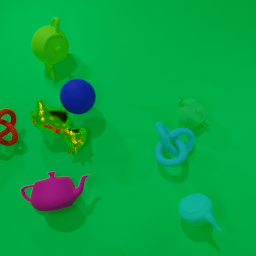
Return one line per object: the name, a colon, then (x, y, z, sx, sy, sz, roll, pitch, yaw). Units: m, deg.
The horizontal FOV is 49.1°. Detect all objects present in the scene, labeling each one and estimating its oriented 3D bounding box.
cow figurine: (-2.017, -0.017, 8.218, 0.908, 1.654, 1.628, -52, 44, 21)
ball: (-1.477, -0.925, 8.269, 1.053, 1.053, 1.053, 0, 68, 0)
teapot: (-2.472, -2.601, 9.168, 1.221, 1.963, 0.961, -9, 32, -42)
teapot: (1.979, -0.504, 8.597, 1.458, 0.714, 0.906, 39, 70, -17)
knot shape: (1.249, 0.369, 8.176, 1.415, 0.654, 1.324, -35, 84, -35)
knot shape: (-3.668, 0.064, 8.210, 1.124, 0.519, 1.052, -35, 106, -21)
teapot: (1.816, 2.188, 7.262, 0.875, 1.408, 0.689, -36, 116, -19)
teapot: (-1.911, 1.635, 7.435, 1.969, 1.224, 0.964, -8, 87, 7)
